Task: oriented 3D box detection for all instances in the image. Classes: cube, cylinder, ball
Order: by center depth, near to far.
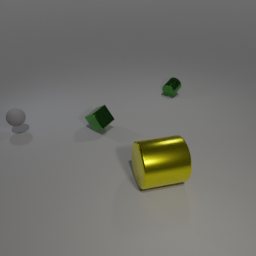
[{"bbox_3d":[0.941,0.984,8.221,1.400,1.400,1.400,-8,32,-12],"label":"cylinder"},{"bbox_3d":[-4.215,-0.407,10.528,0.700,0.700,0.700,0,31,0],"label":"ball"},{"bbox_3d":[-1.097,-0.376,10.808,0.700,0.700,0.700,-43,18,-30],"label":"cube"},{"bbox_3d":[2.137,-1.992,13.669,0.700,0.700,0.700,22,55,32],"label":"cylinder"}]
